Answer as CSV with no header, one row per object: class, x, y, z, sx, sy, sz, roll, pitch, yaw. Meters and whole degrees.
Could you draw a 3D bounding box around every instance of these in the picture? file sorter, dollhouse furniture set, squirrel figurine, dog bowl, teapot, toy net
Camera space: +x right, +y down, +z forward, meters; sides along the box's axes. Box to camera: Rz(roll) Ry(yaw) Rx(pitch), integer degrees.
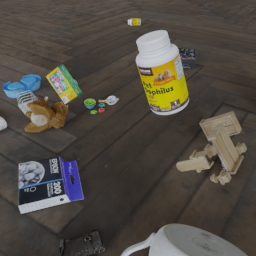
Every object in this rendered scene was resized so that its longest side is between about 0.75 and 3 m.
file sorter,-4.388,-1.135,12.371,0.722,0.648,1.041,-23,42,-29
dollhouse furniture set,2.834,0.814,9.437,1.258,1.473,2.843,-20,14,45
squirrel figurine,-3.329,-0.625,11.518,1.681,1.190,1.569,6,24,-16
dog bowl,-5.153,-2.043,13.748,1.057,0.470,1.897,27,44,32
teapot,1.323,3.173,5.729,2.304,1.705,2.335,16,4,-32
toy net,-1.090,-1.141,12.644,1.692,0.327,0.888,-22,42,-27

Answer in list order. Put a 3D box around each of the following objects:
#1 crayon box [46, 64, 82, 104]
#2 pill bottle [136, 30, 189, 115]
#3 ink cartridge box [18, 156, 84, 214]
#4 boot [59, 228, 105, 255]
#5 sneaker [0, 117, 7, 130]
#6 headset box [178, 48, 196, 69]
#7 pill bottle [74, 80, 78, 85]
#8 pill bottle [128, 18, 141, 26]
crayon box,-2.324,-1.581,10.193,0.736,1.239,0.361,-26,12,34
pill bottle,0.803,-1.301,6.688,1.010,1.849,1.010,-15,32,10
ink cartridge box,-2.450,1.655,8.808,1.859,0.403,1.841,-10,37,-15
boot,-1.105,3.066,6.854,1.111,0.442,1.276,-9,35,-11
sneaker,-5.908,-0.231,11.110,1.876,0.691,1.084,19,37,22
headset box,3.224,-4.000,16.226,1.286,0.667,1.728,5,38,6
pill bottle,-2.849,-2.043,13.768,0.446,0.446,0.771,13,39,17
pill bottle,0.499,-8.459,22.367,0.991,0.542,0.542,-2,36,-2
